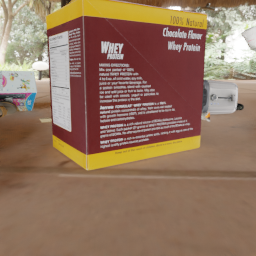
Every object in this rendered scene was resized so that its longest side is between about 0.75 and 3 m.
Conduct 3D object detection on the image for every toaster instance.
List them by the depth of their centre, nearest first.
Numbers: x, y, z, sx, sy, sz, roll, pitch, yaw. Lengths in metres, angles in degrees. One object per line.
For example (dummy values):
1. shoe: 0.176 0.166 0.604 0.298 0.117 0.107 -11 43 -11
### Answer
1. toaster: 3.262 -1.227 11.273 1.567 1.379 2.426 1 6 -13

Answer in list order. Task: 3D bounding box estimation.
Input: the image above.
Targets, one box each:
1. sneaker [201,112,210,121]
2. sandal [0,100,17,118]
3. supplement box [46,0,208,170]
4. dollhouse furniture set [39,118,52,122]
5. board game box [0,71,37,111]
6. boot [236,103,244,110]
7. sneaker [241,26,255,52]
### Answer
1. sneaker: 2.701 -0.391 9.915 0.401 0.330 0.872 -4 3 17
2. sandal: -4.783 -0.692 10.222 0.902 0.602 2.207 -10 -6 -3
3. supplement box: -0.032 -0.987 6.197 2.901 2.941 1.953 -8 14 -32
4. dollhouse furniture set: -2.625 -0.453 9.512 0.763 0.542 0.605 -3 12 -15
5. board game box: -5.153 -1.334 10.730 2.933 0.943 2.164 -6 -13 -25
6. boot: 4.572 -0.983 12.452 0.702 0.353 0.939 -9 15 -34
7. sneaker: 3.414 -2.333 7.421 0.527 0.672 1.353 -14 9 47
